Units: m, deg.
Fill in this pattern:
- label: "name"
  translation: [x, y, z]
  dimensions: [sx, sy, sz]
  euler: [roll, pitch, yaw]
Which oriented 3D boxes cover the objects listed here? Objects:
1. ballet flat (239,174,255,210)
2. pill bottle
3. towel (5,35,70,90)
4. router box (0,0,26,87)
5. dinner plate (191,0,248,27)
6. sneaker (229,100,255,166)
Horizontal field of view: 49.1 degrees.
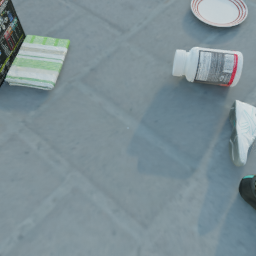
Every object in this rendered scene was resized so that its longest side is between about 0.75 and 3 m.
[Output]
- label: "ballet flat"
  translation: [3.880, 2.109, 6.457]
  dimensions: [2.848, 0.974, 0.968]
  euler: [37, 66, 19]
- label: "pill bottle"
  translation: [2.417, -1.927, 8.706]
  dimensions: [1.953, 1.081, 1.081]
  euler: [8, 60, 4]
- label: "towel"
  translation: [-2.950, -2.226, 9.384]
  dimensions: [1.616, 0.332, 2.166]
  euler: [9, 58, 3]
- label: "router box"
  translation: [-4.293, -2.593, 8.476]
  dimensions: [0.887, 2.140, 2.856]
  euler: [12, 60, 6]
- label: "dinner plate"
  translation: [3.448, -4.523, 10.683]
  dimensions: [2.131, 0.258, 2.131]
  euler: [0, 61, 1]
- label: "sneaker"
  translation: [3.281, 0.122, 7.755]
  dimensions: [0.827, 0.726, 2.064]
  euler: [13, 60, 4]
